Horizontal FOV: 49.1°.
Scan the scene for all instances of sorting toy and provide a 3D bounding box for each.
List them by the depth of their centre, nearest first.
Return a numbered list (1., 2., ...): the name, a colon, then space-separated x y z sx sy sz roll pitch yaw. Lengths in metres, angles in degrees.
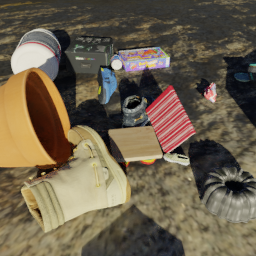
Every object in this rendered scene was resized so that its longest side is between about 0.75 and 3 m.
1. sorting toy: 0.181 0.595 8.480 1.411 0.491 1.402 -5 36 -7

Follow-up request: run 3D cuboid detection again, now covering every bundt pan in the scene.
1. bundt pan: 2.644 1.547 7.072 1.607 0.603 1.607 1 36 0

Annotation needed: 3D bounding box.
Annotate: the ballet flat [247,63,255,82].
1. ballet flat: 6.497 -2.639 12.615 2.781 1.016 1.016 -17 39 -21

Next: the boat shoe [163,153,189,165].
1. boat shoe: 1.443 0.872 8.308 0.784 0.243 0.282 13 38 17

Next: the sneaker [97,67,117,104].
1. sneaker: -0.777 -1.742 11.531 0.880 0.740 2.245 14 38 -18

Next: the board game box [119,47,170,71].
1. board game box: 0.792 -3.502 14.173 2.240 0.501 1.506 -9 37 -13

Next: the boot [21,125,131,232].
1. boot: -1.607 1.104 7.235 2.317 1.085 2.981 -16 45 -27

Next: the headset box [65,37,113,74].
1. headset box: -1.849 -3.578 13.791 1.996 1.063 2.292 3 36 4

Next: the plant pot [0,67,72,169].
1. plant pot: -2.995 -0.082 7.792 1.940 2.772 2.772 -15 35 7

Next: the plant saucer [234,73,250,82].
1. plant saucer: 5.285 -2.325 12.877 0.807 0.111 0.807 1 36 0

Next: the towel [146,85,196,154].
1. towel: 1.263 -0.264 8.631 0.202 1.300 1.797 5 53 -40

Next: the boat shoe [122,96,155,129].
1. boat shoe: 0.470 -0.784 9.893 0.839 1.076 2.371 12 38 17

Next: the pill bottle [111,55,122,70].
1. pill bottle: -0.578 -3.298 13.884 0.509 0.509 0.907 -3 35 -5

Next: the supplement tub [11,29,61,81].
1. supplement tub: -4.011 -3.229 12.576 1.897 1.897 2.704 -4 36 -6

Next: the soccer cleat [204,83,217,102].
1. soccer cleat: 3.424 -1.454 11.486 0.507 0.442 1.327 49 32 -5
